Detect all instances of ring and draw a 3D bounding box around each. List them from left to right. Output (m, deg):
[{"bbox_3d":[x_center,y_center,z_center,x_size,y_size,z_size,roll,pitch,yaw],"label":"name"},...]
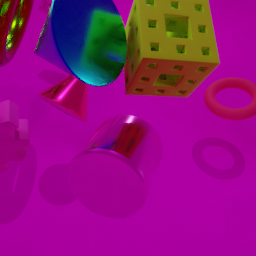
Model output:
[{"bbox_3d":[-2.267,-2.170,5.410,0.412,2.061,2.061,20,44,-16],"label":"ring"},{"bbox_3d":[2.482,-0.711,6.595,1.349,0.270,1.349,-6,48,6],"label":"ring"}]

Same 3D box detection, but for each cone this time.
[{"bbox_3d":[-0.750,-0.941,3.159,1.063,1.059,1.059,-1,39,38],"label":"cone"},{"bbox_3d":[-1.114,-0.903,6.037,1.154,1.154,1.158,25,81,22],"label":"cone"}]

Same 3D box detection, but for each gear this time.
[{"bbox_3d":[-1.934,0.122,3.116,1.567,1.567,0.290,-9,59,-9],"label":"gear"},{"bbox_3d":[-1.943,-3.840,8.498,1.883,1.883,0.348,23,33,20],"label":"gear"}]

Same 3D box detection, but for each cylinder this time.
[{"bbox_3d":[-0.106,0.407,3.215,0.874,0.874,0.874,13,30,12],"label":"cylinder"}]

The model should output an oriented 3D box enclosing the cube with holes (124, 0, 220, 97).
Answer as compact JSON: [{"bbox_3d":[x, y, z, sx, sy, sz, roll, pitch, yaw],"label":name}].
[{"bbox_3d":[0.426,-0.910,3.238,0.814,0.814,0.814,1,71,-13],"label":"cube with holes"}]
